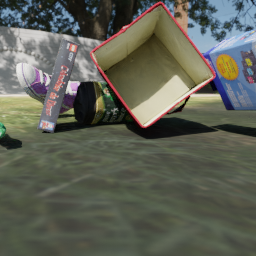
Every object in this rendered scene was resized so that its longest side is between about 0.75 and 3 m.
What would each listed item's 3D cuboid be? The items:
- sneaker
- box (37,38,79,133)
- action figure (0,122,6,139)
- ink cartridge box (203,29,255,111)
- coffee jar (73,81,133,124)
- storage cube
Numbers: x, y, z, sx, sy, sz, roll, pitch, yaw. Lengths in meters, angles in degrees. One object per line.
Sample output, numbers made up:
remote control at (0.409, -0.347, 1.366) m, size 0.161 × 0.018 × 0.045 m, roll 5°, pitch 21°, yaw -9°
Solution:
sneaker at (-2.459, -1.492, 9.590) m, size 1.592 × 1.012 × 2.793 m, roll -18°, pitch -24°, yaw 10°
box at (-1.771, -1.117, 7.220) m, size 0.416 × 2.205 × 1.506 m, roll 16°, pitch 9°, yaw -13°
action figure at (-2.748, -0.139, 5.251) m, size 1.662 × 0.455 × 0.982 m, roll 22°, pitch -22°, yaw 39°
ink cartridge box at (2.446, -1.121, 5.594) m, size 0.806 × 1.441 × 2.113 m, roll -34°, pitch 15°, yaw -15°
coffee jar at (-0.348, -0.763, 8.387) m, size 2.522 × 1.076 × 1.315 m, roll -3°, pitch -22°, yaw -20°
storage cube at (0.502, -1.249, 6.622) m, size 1.885 × 2.206 × 1.983 m, roll -36°, pitch 0°, yaw 0°
